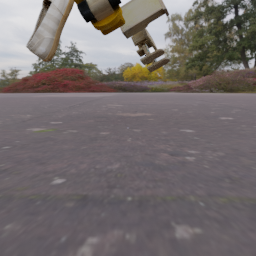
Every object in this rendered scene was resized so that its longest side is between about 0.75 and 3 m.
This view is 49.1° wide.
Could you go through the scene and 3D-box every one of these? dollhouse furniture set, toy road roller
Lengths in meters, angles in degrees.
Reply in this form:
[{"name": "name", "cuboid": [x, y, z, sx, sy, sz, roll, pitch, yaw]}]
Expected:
[{"name": "dollhouse furniture set", "cuboid": [0.730, -3.329, 9.318, 1.458, 1.924, 2.195, -27, -20, 16]}, {"name": "toy road roller", "cuboid": [-0.734, -3.266, 7.345, 1.058, 1.721, 1.256, -27, -28, 10]}]

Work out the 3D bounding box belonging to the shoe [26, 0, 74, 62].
[{"name": "shoe", "cuboid": [-2.296, -3.526, 8.557, 0.800, 2.996, 1.048, 22, -14, -33]}]
